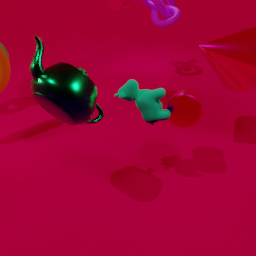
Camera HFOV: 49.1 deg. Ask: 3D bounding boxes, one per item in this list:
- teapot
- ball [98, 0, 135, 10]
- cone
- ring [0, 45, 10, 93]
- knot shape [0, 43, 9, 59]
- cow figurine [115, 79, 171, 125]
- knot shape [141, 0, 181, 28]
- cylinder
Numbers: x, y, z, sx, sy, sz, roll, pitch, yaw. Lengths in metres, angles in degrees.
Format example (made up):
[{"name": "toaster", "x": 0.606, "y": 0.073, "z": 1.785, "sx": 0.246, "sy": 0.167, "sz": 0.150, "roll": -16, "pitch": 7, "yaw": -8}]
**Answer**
[{"name": "teapot", "x": -1.150, "y": -0.742, "z": 5.217, "sx": 1.268, "sy": 2.039, "sz": 0.999, "roll": 11, "pitch": 62, "yaw": 48}, {"name": "ball", "x": -0.312, "y": -3.810, "z": 7.494, "sx": 1.222, "sy": 1.222, "sz": 1.222, "roll": 0, "pitch": 39, "yaw": 0}, {"name": "cone", "x": 2.257, "y": -1.769, "z": 6.648, "sx": 1.616, "sy": 1.610, "sz": 1.610, "roll": 5, "pitch": 32, "yaw": -32}, {"name": "ring", "x": -4.024, "y": -1.545, "z": 7.188, "sx": 1.876, "sy": 1.876, "sz": 0.375, "roll": -21, "pitch": 27, "yaw": -24}, {"name": "knot shape", "x": -4.578, "y": -2.619, "z": 8.497, "sx": 1.835, "sy": 1.717, "sz": 0.848, "roll": 5, "pitch": 13, "yaw": -32}, {"name": "cow figurine", "x": 0.307, "y": -0.551, "z": 6.050, "sx": 1.056, "sy": 1.073, "sz": 0.589, "roll": -13, "pitch": 10, "yaw": 14}, {"name": "knot shape", "x": 1.327, "y": -4.325, "z": 10.379, "sx": 1.670, "sy": 0.772, "sz": 1.563, "roll": 4, "pitch": 55, "yaw": -32}, {"name": "cylinder", "x": 1.315, "y": -0.466, "z": 6.483, "sx": 0.781, "sy": 0.781, "sz": 0.781, "roll": 10, "pitch": 19, "yaw": 12}]
